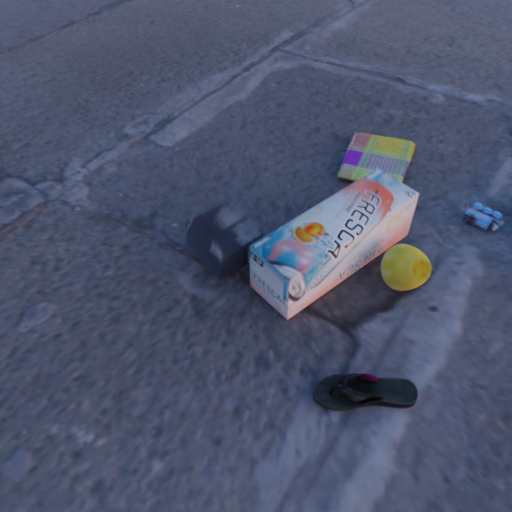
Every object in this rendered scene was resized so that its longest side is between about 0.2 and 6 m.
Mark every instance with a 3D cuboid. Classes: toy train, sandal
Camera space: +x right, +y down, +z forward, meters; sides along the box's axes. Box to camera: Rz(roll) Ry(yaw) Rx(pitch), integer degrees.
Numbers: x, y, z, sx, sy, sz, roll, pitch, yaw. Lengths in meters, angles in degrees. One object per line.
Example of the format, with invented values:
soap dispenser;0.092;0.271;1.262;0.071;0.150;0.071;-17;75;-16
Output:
toy train;4.694;-0.778;11.597;0.772;0.335;0.441;31;65;21
sandal;1.679;2.029;8.637;1.622;0.388;0.610;-2;44;-2

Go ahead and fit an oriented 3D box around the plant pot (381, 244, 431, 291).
plant pot;2.723;0.217;9.863;0.849;0.849;0.603;-17;7;-17

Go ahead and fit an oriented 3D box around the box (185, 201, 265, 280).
box;-0.594;-0.306;10.424;1.037;0.593;1.139;-28;57;-26

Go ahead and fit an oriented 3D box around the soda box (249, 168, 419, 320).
soda box;1.480;-0.306;10.421;3.388;1.158;1.077;-33;55;-26

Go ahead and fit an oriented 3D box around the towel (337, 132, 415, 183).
towel;2.850;-2.256;13.225;1.500;0.238;2.089;15;47;14
